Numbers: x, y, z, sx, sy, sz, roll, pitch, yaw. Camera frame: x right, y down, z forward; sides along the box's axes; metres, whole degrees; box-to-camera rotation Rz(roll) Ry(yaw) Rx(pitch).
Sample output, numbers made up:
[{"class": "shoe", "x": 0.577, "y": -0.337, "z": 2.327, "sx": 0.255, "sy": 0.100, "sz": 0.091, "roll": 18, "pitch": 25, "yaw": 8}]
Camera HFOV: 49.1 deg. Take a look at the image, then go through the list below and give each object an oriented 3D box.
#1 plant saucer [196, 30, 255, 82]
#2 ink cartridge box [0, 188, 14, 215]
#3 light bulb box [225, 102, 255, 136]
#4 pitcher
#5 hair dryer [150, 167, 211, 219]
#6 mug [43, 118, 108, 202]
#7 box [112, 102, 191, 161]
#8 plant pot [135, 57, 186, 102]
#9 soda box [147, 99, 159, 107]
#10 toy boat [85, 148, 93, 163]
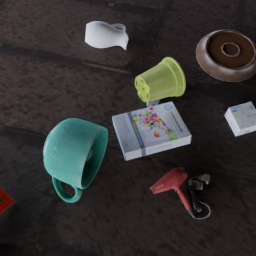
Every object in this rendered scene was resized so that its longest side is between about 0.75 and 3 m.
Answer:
[{"class": "plant saucer", "x": 4.552, "y": -3.394, "z": 12.546, "sx": 2.917, "sy": 0.468, "sz": 2.917, "roll": 0, "pitch": 63, "yaw": 0}, {"class": "ink cartridge box", "x": -5.249, "y": 2.475, "z": 9.421, "sx": 2.057, "sy": 0.448, "sz": 1.785, "roll": 43, "pitch": 71, "yaw": 0}, {"class": "light bulb box", "x": 4.518, "y": -0.353, "z": 10.969, "sx": 1.004, "sy": 0.632, "sz": 1.013, "roll": -15, "pitch": 65, "yaw": -6}, {"class": "pitcher", "x": -0.964, "y": -4.310, "z": 12.709, "sx": 1.855, "sy": 1.125, "sz": 1.592, "roll": 5, "pitch": 49, "yaw": -9}, {"class": "hair dryer", "x": 1.859, "y": 2.185, "z": 9.786, "sx": 2.160, "sy": 0.587, "sz": 1.645, "roll": 9, "pitch": 66, "yaw": 5}, {"class": "mug", "x": -1.929, "y": 0.955, "z": 9.482, "sx": 1.632, "sy": 2.168, "sz": 2.639, "roll": 19, "pitch": 65, "yaw": 10}, {"class": "box", "x": 0.836, "y": 0.057, "z": 10.556, "sx": 2.494, "sy": 0.513, "sz": 1.944, "roll": -13, "pitch": 47, "yaw": -7}, {"class": "plant pot", "x": 1.097, "y": -1.678, "z": 10.466, "sx": 1.426, "sy": 1.551, "sz": 1.551, "roll": -24, "pitch": 66, "yaw": -19}, {"class": "soda box", "x": 1.044, "y": -1.580, "z": 11.660, "sx": 0.488, "sy": 0.454, "sz": 1.430, "roll": 2, "pitch": 64, "yaw": 1}, {"class": "toy boat", "x": -1.828, "y": 0.825, "z": 10.103, "sx": 0.882, "sy": 0.488, "sz": 1.049, "roll": -44, "pitch": 98, "yaw": -14}]
